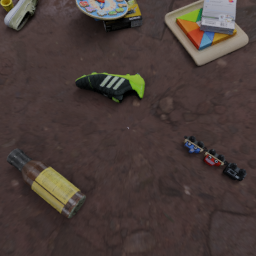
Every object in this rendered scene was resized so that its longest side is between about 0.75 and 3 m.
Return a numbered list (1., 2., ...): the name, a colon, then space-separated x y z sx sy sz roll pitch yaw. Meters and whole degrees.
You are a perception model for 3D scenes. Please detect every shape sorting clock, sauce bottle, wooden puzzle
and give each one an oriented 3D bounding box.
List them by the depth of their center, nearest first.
1. sauce bottle: -2.457 1.545 8.286 2.615 0.846 0.846 37 73 12
2. shape sorting clock: -0.942 -4.611 10.345 1.940 0.381 1.940 4 55 -6
3. wooden puzzle: 2.955 -3.774 10.570 2.321 0.467 2.509 -25 71 -10

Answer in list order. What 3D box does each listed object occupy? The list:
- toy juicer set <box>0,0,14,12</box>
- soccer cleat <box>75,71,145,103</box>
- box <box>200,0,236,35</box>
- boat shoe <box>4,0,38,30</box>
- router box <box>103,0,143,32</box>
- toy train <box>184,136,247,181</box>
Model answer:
1. toy juicer set: -4.926 -5.708 11.277 1.318 0.564 2.072 -39 73 -14
2. soccer cleat: -0.609 -1.358 9.488 2.363 0.798 0.958 0 77 -1
3. box: 3.353 -4.205 10.387 1.195 0.315 1.532 10 66 6
4. boat shoe: -3.935 -4.596 10.861 0.608 0.705 1.959 35 82 -2
5. router box: -0.281 -4.400 10.853 1.459 0.381 1.148 -14 69 -6
6. toy train: 2.647 0.955 8.794 2.205 0.376 0.505 35 85 12
